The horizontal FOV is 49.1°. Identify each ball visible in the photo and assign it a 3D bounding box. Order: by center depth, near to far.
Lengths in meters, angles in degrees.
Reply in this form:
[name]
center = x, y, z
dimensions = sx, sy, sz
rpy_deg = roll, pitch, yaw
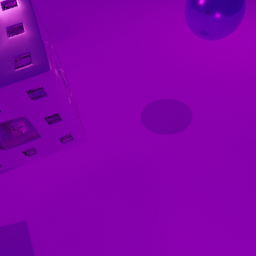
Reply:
[ball]
center = 1.977, -2.699, 6.418
dimensions = 1.337, 1.337, 1.337
rpy_deg = 0, 46, 0

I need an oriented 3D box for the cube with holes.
[cube with holes]
center = -1.416, -0.452, 3.218
dimensions = 1.325, 1.325, 1.325
rpy_deg = -21, 59, -5
